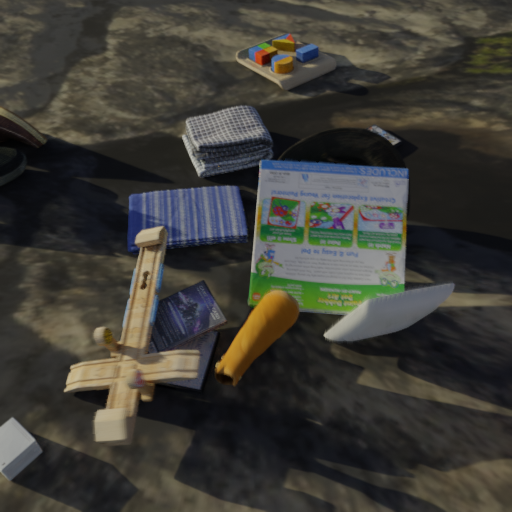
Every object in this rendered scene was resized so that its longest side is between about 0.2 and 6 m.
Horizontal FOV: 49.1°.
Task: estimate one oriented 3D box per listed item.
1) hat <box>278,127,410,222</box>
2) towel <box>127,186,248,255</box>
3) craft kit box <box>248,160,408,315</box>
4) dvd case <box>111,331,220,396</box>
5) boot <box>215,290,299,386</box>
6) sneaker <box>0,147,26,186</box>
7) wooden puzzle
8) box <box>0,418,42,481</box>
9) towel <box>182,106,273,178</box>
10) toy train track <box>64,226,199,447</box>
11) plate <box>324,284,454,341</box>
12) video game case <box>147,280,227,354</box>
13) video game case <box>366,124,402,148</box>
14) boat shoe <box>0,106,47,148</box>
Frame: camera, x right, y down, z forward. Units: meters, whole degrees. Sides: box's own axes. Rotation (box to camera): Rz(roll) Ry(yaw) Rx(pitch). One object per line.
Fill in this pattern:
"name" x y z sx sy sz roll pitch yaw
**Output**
"hat" 1.350 -0.994 9.539 2.399 0.968 2.399 0 87 0
"towel" -1.238 -0.669 9.939 2.058 0.245 1.490 -5 46 -7
"craft kit box" 1.123 -0.256 8.604 2.319 0.563 2.291 5 77 3
"dvd case" -1.328 1.419 8.086 1.429 0.125 1.020 9 49 7
"boot" -0.021 1.167 7.454 0.539 1.531 1.096 37 56 1
"sneaker" -5.592 -1.891 10.224 2.463 1.411 0.942 -2 50 -5
"wooden puzzle" 0.717 -4.804 13.463 1.744 0.436 1.883 -30 55 -25
"box" -3.080 2.425 7.041 0.507 0.333 0.510 32 55 25
"towel" -0.582 -2.330 11.073 1.608 0.688 1.332 -13 49 -11
"toy train track" -1.738 0.852 7.811 1.965 0.557 3.427 -10 50 15
"plate" 1.823 0.838 7.676 1.419 1.416 0.229 -8 66 -22
"video game case" -1.145 0.923 8.219 1.221 0.116 0.872 -25 51 -12
"video game case" 2.412 -2.342 11.474 0.850 0.108 0.768 -31 55 -25
"boat shoe" -5.429 -2.584 11.336 2.462 0.888 0.886 24 82 7
